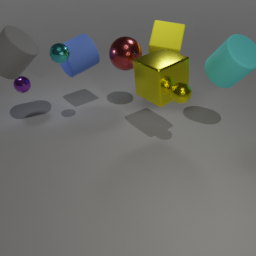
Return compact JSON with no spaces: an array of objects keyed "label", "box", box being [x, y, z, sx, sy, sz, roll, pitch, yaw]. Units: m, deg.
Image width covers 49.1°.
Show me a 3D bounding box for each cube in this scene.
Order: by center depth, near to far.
[{"label":"cube","box":[1.182,-1.815,9.929,1.400,1.400,1.400,-28,40,-25]},{"label":"cube","box":[1.777,-3.909,13.040,1.400,1.400,1.400,11,73,7]}]

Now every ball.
[{"label":"ball","box":[1.741,-1.148,9.199,0.700,0.700,0.700,0,32,0]},{"label":"ball","box":[-2.412,-2.635,9.881,0.700,0.700,0.700,0,32,0]},{"label":"ball","box":[-4.474,-1.841,11.846,0.700,0.700,0.700,0,32,0]},{"label":"ball","box":[-0.108,-3.146,11.865,1.400,1.400,1.400,0,32,0]}]

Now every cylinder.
[{"label":"cylinder","box":[3.728,-2.364,10.058,1.400,1.400,1.400,8,66,-18]},{"label":"cylinder","box":[-4.283,-2.763,10.343,1.400,1.400,1.400,-40,24,22]},{"label":"cylinder","box":[-2.172,-3.102,12.009,1.400,1.400,1.400,-34,43,-19]}]
